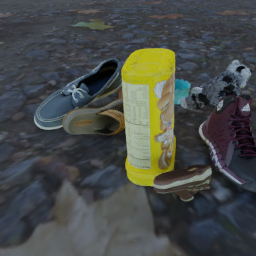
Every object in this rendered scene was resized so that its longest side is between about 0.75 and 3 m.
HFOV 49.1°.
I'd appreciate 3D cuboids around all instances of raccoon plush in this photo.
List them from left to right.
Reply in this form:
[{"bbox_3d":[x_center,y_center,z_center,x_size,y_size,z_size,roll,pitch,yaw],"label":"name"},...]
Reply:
[{"bbox_3d":[2.490,-1.291,7.984,1.943,0.940,1.302,0,39,32],"label":"raccoon plush"}]

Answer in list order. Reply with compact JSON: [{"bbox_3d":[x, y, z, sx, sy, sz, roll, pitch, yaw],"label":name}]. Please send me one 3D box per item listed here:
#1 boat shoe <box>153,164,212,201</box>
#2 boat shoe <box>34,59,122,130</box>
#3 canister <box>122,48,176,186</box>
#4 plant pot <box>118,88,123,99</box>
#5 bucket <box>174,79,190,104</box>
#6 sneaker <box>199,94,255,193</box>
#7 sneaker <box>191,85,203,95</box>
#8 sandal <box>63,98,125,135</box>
[{"bbox_3d":[1.065,1.059,5.089,1.553,0.574,0.573,-5,3,-42],"label":"boat shoe"},{"bbox_3d":[-1.361,-1.049,7.898,2.962,0.915,1.078,-34,73,-20],"label":"boat shoe"},{"bbox_3d":[0.483,-0.267,5.852,1.033,2.386,1.772,2,31,11],"label":"canister"},{"bbox_3d":[0.100,-0.920,8.484,0.673,0.962,0.962,-15,31,7],"label":"plant pot"},{"bbox_3d":[1.580,-1.197,9.151,0.868,0.564,0.868,2,34,-1],"label":"bucket"},{"bbox_3d":[2.388,0.082,6.052,0.969,1.480,2.562,9,28,-17],"label":"sneaker"},{"bbox_3d":[2.864,-1.128,9.121,1.429,0.522,0.799,26,39,35],"label":"sneaker"},{"bbox_3d":[-0.501,-0.185,7.072,2.227,0.894,0.601,-11,35,-26],"label":"sandal"}]
